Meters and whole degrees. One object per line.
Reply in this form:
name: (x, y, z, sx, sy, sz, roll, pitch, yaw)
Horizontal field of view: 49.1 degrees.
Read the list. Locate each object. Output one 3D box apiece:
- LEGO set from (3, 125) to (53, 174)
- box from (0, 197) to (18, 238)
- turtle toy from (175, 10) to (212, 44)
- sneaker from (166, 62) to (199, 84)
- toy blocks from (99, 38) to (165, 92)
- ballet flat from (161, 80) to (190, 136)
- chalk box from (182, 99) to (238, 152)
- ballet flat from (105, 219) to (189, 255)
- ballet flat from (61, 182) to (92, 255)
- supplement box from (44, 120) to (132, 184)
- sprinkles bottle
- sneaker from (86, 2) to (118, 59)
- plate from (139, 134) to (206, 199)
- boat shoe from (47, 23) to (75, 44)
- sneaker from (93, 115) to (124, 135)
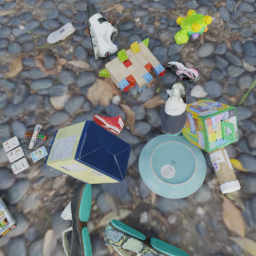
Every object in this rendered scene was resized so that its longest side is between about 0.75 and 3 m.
LEGO set: (-3.783, 0.748, 11.018, 1.914, 0.470, 1.430, -31, 69, -2)
box: (-5.251, 3.416, 9.578, 2.345, 0.468, 1.606, -36, 70, -16)
turtle toy: (2.968, -4.704, 13.215, 1.887, 0.954, 1.375, -36, 50, -13)
sneaker: (2.322, -2.419, 12.362, 1.481, 0.595, 0.640, 22, 77, 16)
toy blocks: (0.330, -2.432, 12.108, 2.604, 1.301, 1.780, -34, 79, -10)
ballet flat: (1.310, -0.687, 7.758, 0.764, 0.764, 2.092, 15, 42, 7)
chalk box: (3.012, -0.081, 10.131, 1.348, 1.355, 2.178, -19, 22, -15)
ballet flat: (0.548, 4.004, 9.158, 2.896, 1.075, 1.075, 22, 66, 12)
ballet flat: (-1.758, 3.243, 9.439, 0.978, 0.972, 2.859, -8, 64, 10)
supplement box: (-1.123, 0.766, 7.933, 1.670, 1.672, 1.123, -13, 53, 43)
sprinkles bottle: (3.515, 1.393, 10.453, 0.668, 0.668, 1.959, -10, 64, -5)
sneaker: (-1.212, -4.640, 13.178, 1.314, 1.100, 2.969, -13, 75, -5)
plate: (1.710, 1.352, 10.660, 2.595, 0.332, 2.595, 0, 64, -1)
boat shoe: (-3.176, -4.449, 13.381, 1.418, 0.466, 0.510, -35, 71, 7)
sneaker: (-0.745, -0.303, 11.446, 1.259, 0.493, 0.727, 35, 60, 2)
